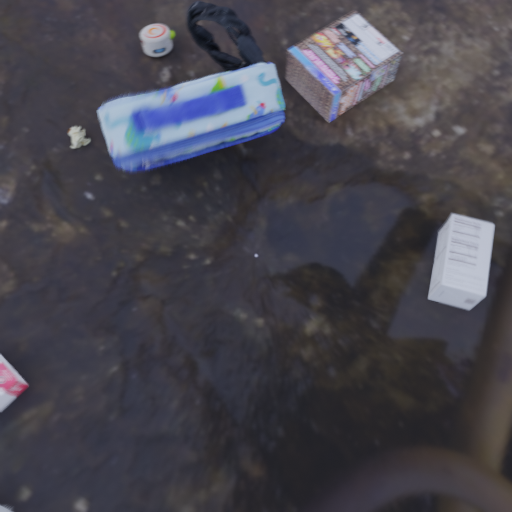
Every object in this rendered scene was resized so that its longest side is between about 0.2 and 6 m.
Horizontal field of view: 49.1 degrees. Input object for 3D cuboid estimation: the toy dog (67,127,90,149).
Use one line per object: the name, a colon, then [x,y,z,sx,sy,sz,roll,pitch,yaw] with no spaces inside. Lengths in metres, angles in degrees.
toy dog: [-3.096,-2.063,9.671,0.360,0.259,0.372,-42,71,21]

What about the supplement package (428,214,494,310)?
supplement package: [3.093,0.091,8.458,0.656,0.681,1.197,15,68,5]

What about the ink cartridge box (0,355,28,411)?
ink cartridge box: [-3.872,1.894,7.818,0.729,0.424,1.006,41,72,16]

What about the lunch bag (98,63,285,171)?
lunch bag: [-0.942,-2.097,8.495,2.676,2.151,1.103,-16,102,-2]

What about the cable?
cable: [-0.558,-3.672,9.489,1.317,1.614,0.410,22,78,53]

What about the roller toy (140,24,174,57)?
roller toy: [-1.853,-3.983,10.392,0.594,0.415,0.542,23,61,18]

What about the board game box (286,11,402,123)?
board game box: [1.523,-3.359,9.926,1.563,0.757,1.246,-34,71,-14]

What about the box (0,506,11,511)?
box: [-3.567,3.448,7.171,0.568,0.371,0.565,22,68,9]
